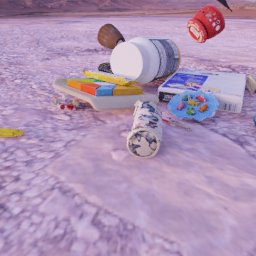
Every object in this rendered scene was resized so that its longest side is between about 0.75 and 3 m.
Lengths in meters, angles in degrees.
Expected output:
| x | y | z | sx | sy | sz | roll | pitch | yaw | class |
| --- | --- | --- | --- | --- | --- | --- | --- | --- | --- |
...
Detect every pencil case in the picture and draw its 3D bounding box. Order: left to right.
| x | y | z | sx | sy | sz | roll | pitch | yaw | class |
| --- | --- | --- | --- | --- | --- | --- | --- | --- | --- |
| 0.422 | -0.018 | 6.926 | 0.853 | 0.742 | 1.908 | 29 | 26 | -6 | pencil case |

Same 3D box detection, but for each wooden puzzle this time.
| x | y | z | sx | sy | sz | roll | pitch | yaw | class |
| --- | --- | --- | --- | --- | --- | --- | --- | --- | --- |
| -0.754 | -1.306 | 9.427 | 2.625 | 0.528 | 2.837 | -8 | 26 | -38 | wooden puzzle |

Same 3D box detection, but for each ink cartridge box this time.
| x | y | z | sx | sy | sz | roll | pitch | yaw | class |
| --- | --- | --- | --- | --- | --- | --- | --- | --- | --- |
| 2.761 | -1.442 | 10.090 | 2.713 | 0.645 | 2.745 | 10 | 26 | 22 | ink cartridge box |

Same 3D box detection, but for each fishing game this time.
| x | y | z | sx | sy | sz | roll | pitch | yaw | class |
| --- | --- | --- | --- | --- | --- | --- | --- | --- | --- |
| 1.942 | -0.738 | 8.342 | 1.510 | 0.328 | 2.108 | 24 | 51 | 33 | fishing game |

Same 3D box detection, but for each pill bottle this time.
| x | y | z | sx | sy | sz | roll | pitch | yaw | class |
| --- | --- | --- | --- | --- | --- | --- | --- | --- | --- |
| 0.750 | -2.639 | 10.904 | 1.724 | 1.724 | 2.963 | 17 | 24 | 31 | pill bottle |

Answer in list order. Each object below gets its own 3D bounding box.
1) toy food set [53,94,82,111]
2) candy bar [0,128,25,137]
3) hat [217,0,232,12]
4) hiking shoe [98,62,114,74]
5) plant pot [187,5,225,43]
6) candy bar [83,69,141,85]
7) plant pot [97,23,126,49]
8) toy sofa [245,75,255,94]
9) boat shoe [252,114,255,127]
| x | y | z | sx | sy | sz | roll | pitch | yaw | class |
| --- | --- | --- | --- | --- | --- | --- | --- | --- | --- |
| -1.824 | -0.801 | 8.878 | 0.979 | 0.467 | 0.440 | -12 | 28 | -38 | toy food set |
| -3.526 | 0.129 | 7.333 | 1.559 | 0.173 | 0.389 | 0 | 22 | 0 | candy bar |
| 2.142 | -3.555 | 6.574 | 1.716 | 0.692 | 1.716 | 29 | 40 | -29 | hat |
| -1.001 | -2.422 | 12.032 | 0.835 | 0.628 | 1.659 | -12 | 29 | -30 | hiking shoe |
| 2.431 | -3.249 | 8.920 | 0.880 | 0.966 | 0.966 | -37 | 35 | -6 | plant pot |
| -0.667 | -1.767 | 9.812 | 2.470 | 0.274 | 0.616 | 21 | 22 | 39 | candy bar |
| -0.929 | -5.752 | 18.165 | 1.530 | 1.530 | 1.637 | -18 | 43 | -32 | plant pot |
| 5.170 | -1.625 | 10.616 | 1.399 | 0.682 | 0.579 | -6 | 52 | -13 | toy sofa |
| 3.855 | -0.258 | 7.812 | 0.601 | 0.490 | 1.428 | 27 | 37 | 30 | boat shoe |
